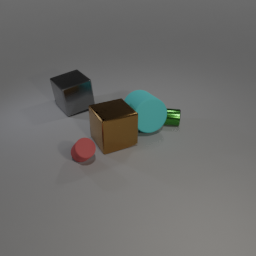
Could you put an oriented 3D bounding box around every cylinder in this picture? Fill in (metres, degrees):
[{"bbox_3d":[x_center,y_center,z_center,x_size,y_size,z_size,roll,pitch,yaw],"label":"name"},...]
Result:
[{"bbox_3d":[1.813,-0.460,11.716,0.700,0.700,0.700,5,32,7],"label":"cylinder"},{"bbox_3d":[0.649,-0.695,11.253,1.400,1.400,1.400,-11,24,-16],"label":"cylinder"},{"bbox_3d":[-1.521,0.750,9.471,0.700,0.700,0.700,8,69,-21],"label":"cylinder"}]

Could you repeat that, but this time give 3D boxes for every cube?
[{"bbox_3d":[-0.551,-0.099,10.481,1.400,1.400,1.400,-15,35,-22],"label":"cube"},{"bbox_3d":[-2.505,-1.612,12.712,1.400,1.400,1.400,-25,42,-24],"label":"cube"}]
